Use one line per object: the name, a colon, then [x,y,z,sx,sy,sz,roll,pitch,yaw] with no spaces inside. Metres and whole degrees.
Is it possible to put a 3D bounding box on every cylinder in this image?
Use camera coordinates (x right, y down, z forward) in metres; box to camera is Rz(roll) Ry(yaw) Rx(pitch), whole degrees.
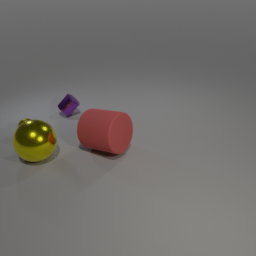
cylinder: [-2.594,-1.016,12.259,0.700,0.700,0.700,42,12,-11]
cylinder: [-0.772,0.086,9.589,1.400,1.400,1.400,9,29,33]

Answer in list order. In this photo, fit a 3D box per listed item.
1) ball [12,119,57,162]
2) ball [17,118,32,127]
ball: [-3.048,0.416,9.206,1.400,1.400,1.400,0,29,0]
ball: [-3.852,-0.022,10.687,0.700,0.700,0.700,0,29,0]
